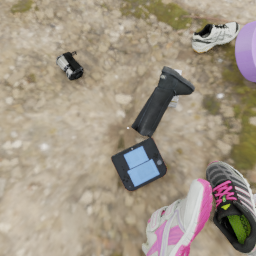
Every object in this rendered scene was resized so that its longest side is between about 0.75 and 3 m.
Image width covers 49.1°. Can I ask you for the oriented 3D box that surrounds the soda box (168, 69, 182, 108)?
[{"bbox_3d":[1.394,-1.247,8.725,0.410,0.383,1.204,9,64,5],"label":"soda box"}]

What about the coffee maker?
[{"bbox_3d":[-1.781,-2.019,8.979,0.779,0.546,0.811,-39,76,-6],"label":"coffee maker"}]

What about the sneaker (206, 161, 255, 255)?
[{"bbox_3d":[2.427,1.802,6.576,0.903,1.071,2.448,-37,52,29],"label":"sneaker"}]

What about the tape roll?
[{"bbox_3d":[4.128,-2.358,8.570,1.842,0.604,1.842,-2,95,-30],"label":"tape roll"}]

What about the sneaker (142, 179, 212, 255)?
[{"bbox_3d":[0.985,2.138,6.159,1.101,1.016,2.496,29,106,27],"label":"sneaker"}]

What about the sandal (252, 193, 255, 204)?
[{"bbox_3d":[3.480,1.797,7.177,0.905,0.347,0.259,15,30,-20],"label":"sandal"}]

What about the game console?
[{"bbox_3d":[0.311,0.968,7.310,1.226,0.190,1.084,-26,100,-3],"label":"game console"}]

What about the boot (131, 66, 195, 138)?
[{"bbox_3d":[1.027,-0.583,7.947,0.627,1.574,1.909,28,95,42],"label":"boot"}]

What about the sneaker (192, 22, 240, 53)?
[{"bbox_3d":[2.934,-3.163,9.279,1.715,0.752,0.649,-28,47,-2],"label":"sneaker"}]
